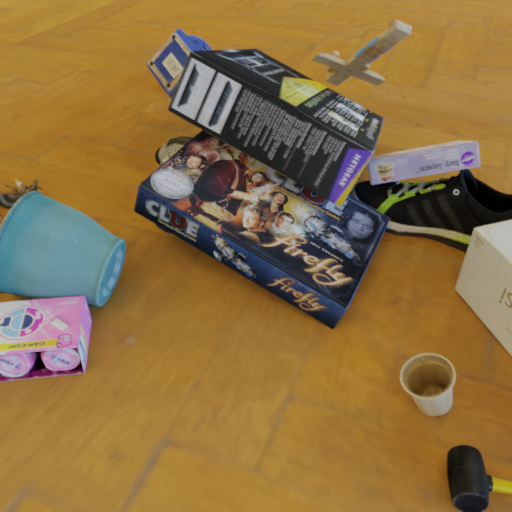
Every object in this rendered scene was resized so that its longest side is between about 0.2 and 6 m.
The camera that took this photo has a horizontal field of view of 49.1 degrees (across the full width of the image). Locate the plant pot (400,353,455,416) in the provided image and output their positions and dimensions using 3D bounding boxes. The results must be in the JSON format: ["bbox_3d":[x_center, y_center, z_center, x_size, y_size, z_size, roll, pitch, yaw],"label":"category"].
[{"bbox_3d":[2.386,1.813,7.636,0.719,0.658,0.719,-16,39,14],"label":"plant pot"}]

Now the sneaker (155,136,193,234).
[{"bbox_3d":[-1.565,-1.558,11.257,1.615,1.049,2.796,23,46,20],"label":"sneaker"}]

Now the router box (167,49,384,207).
[{"bbox_3d":[0.692,-2.777,11.035,3.409,1.133,4.336,30,25,3],"label":"router box"}]

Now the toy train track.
[{"bbox_3d":[2.152,-4.071,11.101,1.585,0.449,2.763,15,-7,-18],"label":"toy train track"}]

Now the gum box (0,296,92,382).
[{"bbox_3d":[-3.532,1.253,8.418,1.895,0.627,1.076,-5,40,-5],"label":"gum box"}]

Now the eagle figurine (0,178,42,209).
[{"bbox_3d":[-4.913,-1.331,11.715,0.840,0.634,0.638,-22,-9,19],"label":"eagle figurine"}]

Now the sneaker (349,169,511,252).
[{"bbox_3d":[3.562,-1.122,10.593,3.592,1.487,1.288,18,43,20],"label":"sneaker"}]

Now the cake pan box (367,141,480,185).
[{"bbox_3d":[3.054,-1.767,10.413,1.951,0.510,1.797,-9,12,11],"label":"cake pan box"}]

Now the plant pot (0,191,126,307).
[{"bbox_3d":[-3.114,0.032,9.198,1.651,1.757,1.757,19,41,-1],"label":"plant pot"}]

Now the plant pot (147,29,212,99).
[{"bbox_3d":[-1.722,-4.552,13.768,1.450,1.450,1.303,55,20,16],"label":"plant pot"}]

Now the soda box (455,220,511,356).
[{"bbox_3d":[4.738,1.266,7.802,1.503,1.405,4.412,-11,41,-13],"label":"soda box"}]

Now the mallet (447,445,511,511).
[{"bbox_3d":[3.420,2.792,6.820,2.217,0.456,0.730,6,36,-1],"label":"mallet"}]

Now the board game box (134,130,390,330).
[{"bbox_3d":[0.216,-0.723,9.833,3.845,0.665,2.605,30,46,5],"label":"board game box"}]
